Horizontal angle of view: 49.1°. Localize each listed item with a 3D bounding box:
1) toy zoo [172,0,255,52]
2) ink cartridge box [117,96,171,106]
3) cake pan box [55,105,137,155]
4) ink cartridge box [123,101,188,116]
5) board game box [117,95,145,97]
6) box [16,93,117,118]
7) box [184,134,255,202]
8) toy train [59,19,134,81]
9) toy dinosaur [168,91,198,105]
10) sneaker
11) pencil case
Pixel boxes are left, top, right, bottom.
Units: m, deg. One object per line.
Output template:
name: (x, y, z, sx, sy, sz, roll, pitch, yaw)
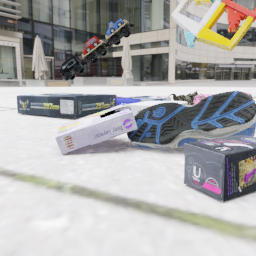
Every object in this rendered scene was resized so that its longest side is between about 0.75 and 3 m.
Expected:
toy zoo: (2.189, -2.896, 6.403, 1.676, 2.555, 0.261, 37, 5, 21)
ink cartridge box: (0.504, -1.013, 11.436, 1.347, 0.531, 2.709, 9, 14, 38)
cake pan box: (-0.571, -0.024, 5.124, 1.400, 0.366, 1.289, -18, 14, -5)
ink cartridge box: (0.714, -0.306, 6.903, 1.117, 0.644, 1.539, 5, 11, 28)
board game box: (0.179, -1.390, 13.845, 1.546, 0.407, 2.021, -7, 12, -35)
box: (-2.122, -0.858, 9.871, 2.795, 0.713, 2.204, 6, 11, 32)
box: (1.184, 0.409, 3.186, 0.963, 0.511, 0.589, -6, 11, -30)
toy train: (-1.061, -2.565, 9.038, 2.882, 0.660, 0.492, -34, 2, 12)
toy dinosaur: (2.662, -1.325, 13.183, 1.986, 0.764, 1.016, -13, 1, -26)
sneaker: (1.034, 0.059, 4.884, 2.324, 0.880, 0.895, -5, -34, 32)
pencil case: (3.115, -0.764, 9.137, 1.980, 0.820, 0.856, -4, -17, -21)
